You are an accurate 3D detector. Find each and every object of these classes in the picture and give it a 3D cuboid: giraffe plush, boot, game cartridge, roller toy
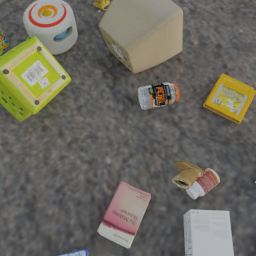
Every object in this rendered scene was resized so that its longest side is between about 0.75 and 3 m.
[{"bbox_3d":[-1.322,-6.185,13.506,0.779,0.732,0.902,5,64,2],"label":"giraffe plush"},{"bbox_3d":[1.524,1.284,7.892,0.928,0.350,1.060,13,21,34],"label":"boot"},{"bbox_3d":[4.148,-1.229,11.364,1.582,0.291,1.794,29,69,13],"label":"game cartridge"},{"bbox_3d":[-3.344,-4.492,12.193,2.118,1.623,2.322,2,64,1],"label":"roller toy"}]

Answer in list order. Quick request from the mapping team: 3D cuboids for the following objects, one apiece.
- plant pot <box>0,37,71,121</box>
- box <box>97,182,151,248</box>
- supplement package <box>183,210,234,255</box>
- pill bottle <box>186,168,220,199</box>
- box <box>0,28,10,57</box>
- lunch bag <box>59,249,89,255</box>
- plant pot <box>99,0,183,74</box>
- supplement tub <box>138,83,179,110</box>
[{"bbox_3d":[-3.584,-1.782,10.054,2.275,2.064,2.263,-49,115,-25],"label":"plant pot"},{"bbox_3d":[-0.098,2.803,9.044,1.107,0.943,1.731,22,66,10],"label":"box"},{"bbox_3d":[2.419,3.430,8.602,1.203,1.194,1.585,2,64,1],"label":"supplement package"},{"bbox_3d":[2.554,1.938,9.648,1.105,0.620,0.620,-33,69,-15],"label":"pill bottle"},{"bbox_3d":[-6.351,-3.579,11.412,1.356,2.222,2.140,21,66,10],"label":"box"},{"bbox_3d":[-1.672,4.462,8.263,1.243,0.932,1.462,-12,74,-5],"label":"lunch bag"},{"bbox_3d":[0.416,-3.939,11.511,2.402,2.710,2.713,-41,71,-4],"label":"plant pot"},{"bbox_3d":[1.197,-1.280,11.039,1.487,0.911,0.911,-11,65,-5],"label":"supplement tub"}]
